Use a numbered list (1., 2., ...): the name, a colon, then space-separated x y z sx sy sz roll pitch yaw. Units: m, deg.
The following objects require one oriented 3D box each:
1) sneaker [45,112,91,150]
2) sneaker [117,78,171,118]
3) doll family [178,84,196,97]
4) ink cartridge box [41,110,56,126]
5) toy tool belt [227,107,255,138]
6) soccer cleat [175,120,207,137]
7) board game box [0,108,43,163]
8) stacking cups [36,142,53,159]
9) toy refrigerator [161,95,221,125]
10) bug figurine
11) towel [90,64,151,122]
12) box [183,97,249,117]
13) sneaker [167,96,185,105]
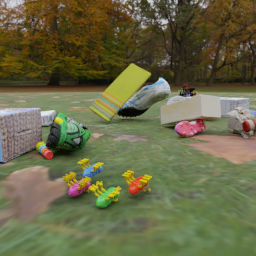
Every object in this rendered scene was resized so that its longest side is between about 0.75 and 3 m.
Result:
1. sneaker: -1.448 0.187 6.876 0.939 0.860 2.204 18 4 -14
2. sneaker: 0.624 -1.245 12.086 2.569 0.931 0.923 -28 -35 19
3. doll family: 3.566 -1.851 16.385 1.051 1.548 2.678 -7 9 1
4. ink cartridge box: -3.847 -0.292 10.835 1.884 0.472 1.528 -9 10 -2
5. toy tool belt: 3.709 -0.216 8.550 0.906 0.921 1.474 -9 10 -3
6. soccer cleat: 1.864 0.031 8.642 1.465 0.489 0.560 -12 -9 -43
7. board game box: -3.262 0.081 6.408 1.992 0.965 1.588 1 9 11
8. stacking cups: -1.831 0.486 6.188 0.242 0.242 0.799 -5 10 -29
9. toy refrigerator: 2.044 -0.585 9.501 0.815 0.752 2.148 2 -6 -28
10. bug figurine: -0.334 0.798 4.056 1.255 0.323 0.973 11 20 33
11. towel: -0.297 -1.459 11.425 1.152 2.676 0.242 36 -12 29
12. box: 4.401 -1.107 14.124 2.840 0.854 1.657 7 11 39
13. sneaker: 2.911 -0.776 12.707 2.555 0.985 1.046 16 -1 43
